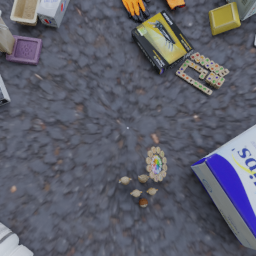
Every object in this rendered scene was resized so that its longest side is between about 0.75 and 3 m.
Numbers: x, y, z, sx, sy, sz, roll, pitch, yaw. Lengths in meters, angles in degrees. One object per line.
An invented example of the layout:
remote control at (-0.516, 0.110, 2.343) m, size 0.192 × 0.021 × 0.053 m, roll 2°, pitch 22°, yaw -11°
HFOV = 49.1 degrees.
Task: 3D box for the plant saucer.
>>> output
plant saucer at (2.781, -3.230, 8.172) m, size 0.815 × 0.197 × 0.815 m, roll -12°, pitch 74°, yaw 28°

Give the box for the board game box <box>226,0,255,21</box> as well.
board game box at (4.119, -4.428, 8.105) m, size 2.341 × 1.228 × 1.206 m, roll -31°, pitch 80°, yaw -6°

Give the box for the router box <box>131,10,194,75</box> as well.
router box at (0.983, -2.483, 8.112) m, size 1.178 × 0.391 × 1.499 m, roll -34°, pitch 80°, yaw -4°

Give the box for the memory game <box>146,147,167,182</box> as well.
memory game at (0.661, 0.819, 6.365) m, size 0.052 × 0.812 × 0.812 m, roll -10°, pitch 75°, yaw 40°

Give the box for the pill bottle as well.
pill bottle at (-3.428, 2.794, 6.628) m, size 2.156 × 1.227 × 1.227 m, roll 34°, pitch 80°, yaw 7°

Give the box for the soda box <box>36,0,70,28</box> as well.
soda box at (-2.089, -3.934, 8.326) m, size 0.557 × 0.599 × 1.755 m, roll 17°, pitch 80°, yaw 4°

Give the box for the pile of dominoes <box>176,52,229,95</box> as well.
pile of dominoes at (2.163, -1.619, 8.015) m, size 1.258 × 0.200 × 0.981 m, roll 35°, pitch 78°, yaw 10°

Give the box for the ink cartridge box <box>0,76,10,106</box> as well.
ink cartridge box at (-4.662, -1.264, 7.857) m, size 2.040 × 0.485 × 2.064 m, roll -25°, pitch 81°, yaw -5°

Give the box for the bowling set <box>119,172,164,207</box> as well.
bowling set at (0.440, 1.579, 7.156) m, size 1.241 × 0.666 × 0.864 m, roll -11°, pitch 78°, yaw -2°

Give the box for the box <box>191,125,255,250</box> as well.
box at (3.323, 1.207, 6.805) m, size 2.558 × 1.342 × 2.353 m, roll -31°, pitch 80°, yaw -9°

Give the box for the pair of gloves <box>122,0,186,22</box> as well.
pair of gloves at (0.699, -4.155, 8.421) m, size 1.888 × 0.233 × 1.682 m, roll -18°, pitch 82°, yaw 4°

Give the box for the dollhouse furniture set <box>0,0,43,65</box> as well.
dollhouse furniture set at (-3.432, -3.373, 7.544) m, size 2.042 × 1.829 × 2.577 m, roll 8°, pitch 78°, yaw -1°
